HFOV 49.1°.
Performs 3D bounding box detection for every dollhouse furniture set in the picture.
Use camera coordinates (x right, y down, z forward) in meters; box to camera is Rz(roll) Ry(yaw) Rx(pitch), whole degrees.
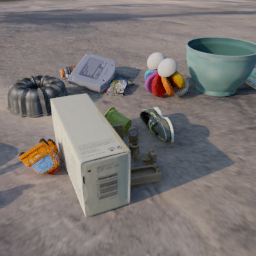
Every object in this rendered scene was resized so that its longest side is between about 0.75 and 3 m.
[{"bbox_3d":[0.111,0.602,6.887,1.178,1.009,1.239,-8,31,-8],"label":"dollhouse furniture set"}]

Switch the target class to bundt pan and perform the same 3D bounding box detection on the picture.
[{"bbox_3d":[-3.296,-1.284,10.252,2.297,0.862,2.297,0,32,0],"label":"bundt pan"}]

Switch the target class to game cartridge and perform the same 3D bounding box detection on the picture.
[{"bbox_3d":[-1.399,-2.366,11.962,1.607,0.494,2.415,14,40,4],"label":"game cartridge"}]

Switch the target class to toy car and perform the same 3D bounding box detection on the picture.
[{"bbox_3d":[1.332,-1.876,10.897,1.402,1.637,1.870,-43,40,1],"label":"toy car"},{"bbox_3d":[-2.689,1.187,6.708,2.527,1.239,0.841,-34,87,-20],"label":"toy car"}]

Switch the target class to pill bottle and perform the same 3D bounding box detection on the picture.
[{"bbox_3d":[-2.531,-2.516,12.577,0.981,0.521,0.521,-15,34,-22],"label":"pill bottle"}]

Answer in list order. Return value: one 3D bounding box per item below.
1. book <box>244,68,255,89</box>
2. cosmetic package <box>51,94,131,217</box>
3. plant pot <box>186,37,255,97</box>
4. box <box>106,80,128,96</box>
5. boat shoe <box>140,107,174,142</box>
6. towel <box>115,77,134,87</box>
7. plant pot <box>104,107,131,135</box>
[{"bbox_3d":[5.762,-1.906,11.742,1.291,0.465,1.933,-16,36,-19],"label":"book"},{"bbox_3d":[-0.999,0.461,6.765,1.084,1.536,2.966,-12,34,-20],"label":"cosmetic package"},{"bbox_3d":[3.601,-2.361,11.075,2.727,1.827,2.727,0,31,0],"label":"plant pot"},{"bbox_3d":[-0.424,-1.632,11.354,0.688,0.190,1.007,6,38,9],"label":"box"},{"bbox_3d":[0.858,-0.088,8.484,0.582,0.696,1.947,-6,26,-11],"label":"boat shoe"},{"bbox_3d":[-0.271,-1.947,12.047,0.671,0.099,0.915,-27,41,-34],"label":"towel"},{"bbox_3d":[-0.309,-0.161,8.627,0.710,0.772,0.772,25,38,17],"label":"plant pot"}]
